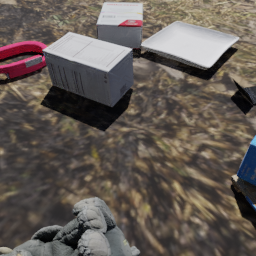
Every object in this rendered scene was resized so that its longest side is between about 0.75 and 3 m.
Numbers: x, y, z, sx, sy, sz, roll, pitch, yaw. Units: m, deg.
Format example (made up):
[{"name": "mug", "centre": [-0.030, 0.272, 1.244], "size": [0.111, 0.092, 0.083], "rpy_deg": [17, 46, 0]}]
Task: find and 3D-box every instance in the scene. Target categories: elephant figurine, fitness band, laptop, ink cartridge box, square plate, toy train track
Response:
[{"name": "elephant figurine", "centre": [-1.109, 1.974, 3.995], "size": [2.109, 1.636, 1.492], "rpy_deg": [-27, 6, 7]}, {"name": "fitness band", "centre": [-3.716, -2.304, 9.334], "size": [2.292, 0.429, 1.646], "rpy_deg": [-27, 46, -27]}, {"name": "laptop", "centre": [3.495, -1.077, 7.907], "size": [0.905, 0.468, 0.802], "rpy_deg": [-10, 44, -11]}, {"name": "ink cartridge box", "centre": [-0.240, -3.963, 10.730], "size": [1.619, 0.920, 2.222], "rpy_deg": [2, 42, 2]}, {"name": "square plate", "centre": [2.237, -2.999, 10.084], "size": [2.654, 0.381, 2.680], "rpy_deg": [26, 48, 27]}, {"name": "ink cartridge box", "centre": [3.613, 0.875, 5.263], "size": [2.557, 0.868, 1.484], "rpy_deg": [27, 36, 27]}, {"name": "toy train track", "centre": [2.625, 1.810, 4.831], "size": [1.476, 0.419, 2.574], "rpy_deg": [-16, 38, -8]}]

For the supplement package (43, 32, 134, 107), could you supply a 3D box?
[{"name": "supplement package", "centre": [-1.090, -1.715, 7.998], "size": [2.206, 1.208, 1.255], "rpy_deg": [22, 51, 23]}]
